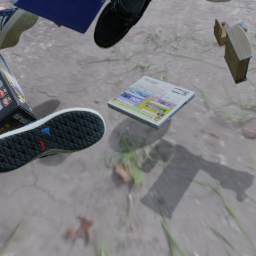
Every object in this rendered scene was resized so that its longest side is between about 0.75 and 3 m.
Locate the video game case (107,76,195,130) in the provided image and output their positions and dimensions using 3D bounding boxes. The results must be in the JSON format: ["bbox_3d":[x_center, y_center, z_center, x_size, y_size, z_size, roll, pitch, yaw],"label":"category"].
[{"bbox_3d":[0.261,-0.325,3.266,0.768,0.085,0.699,27,53,36],"label":"video game case"}]

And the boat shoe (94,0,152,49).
[{"bbox_3d":[-0.020,-3.242,7.502,2.569,0.960,0.852,-44,11,5],"label":"boat shoe"}]

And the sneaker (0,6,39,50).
[{"bbox_3d":[-3.202,-2.956,7.504,2.258,0.954,0.846,-18,11,44],"label":"sneaker"}]

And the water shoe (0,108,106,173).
[{"bbox_3d":[-1.260,0.103,4.273,1.860,0.665,0.734,-16,12,-29],"label":"water shoe"}]

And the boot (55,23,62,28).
[{"bbox_3d":[-1.454,-3.805,8.264,2.049,1.795,0.678,-48,63,3],"label":"boot"}]

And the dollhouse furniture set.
[{"bbox_3d":[3.285,-2.246,6.662,1.925,1.256,1.817,-19,70,10],"label":"dollhouse furniture set"}]

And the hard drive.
[{"bbox_3d":[-1.327,-3.345,6.620,0.356,1.853,2.808,42,18,11],"label":"hard drive"}]

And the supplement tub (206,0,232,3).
[{"bbox_3d":[2.724,-4.682,8.018,1.112,1.815,1.112,10,7,-1],"label":"supplement tub"}]

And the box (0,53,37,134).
[{"bbox_3d":[-3.279,-0.582,5.542,2.111,0.644,2.666,-36,62,-1],"label":"box"}]
